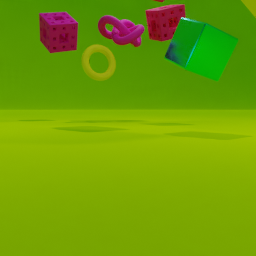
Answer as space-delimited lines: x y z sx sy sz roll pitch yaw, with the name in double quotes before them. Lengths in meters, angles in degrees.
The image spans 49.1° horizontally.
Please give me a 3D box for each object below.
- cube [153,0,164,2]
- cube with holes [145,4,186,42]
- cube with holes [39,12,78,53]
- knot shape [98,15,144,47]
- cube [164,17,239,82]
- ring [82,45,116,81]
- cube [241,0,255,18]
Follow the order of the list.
"cube" 0.380 -3.636 5.701 1.313 1.313 1.313 -7 -24 -38
"cube with holes" 1.393 -3.847 10.237 1.043 1.043 1.043 -19 27 -15
"cube with holes" -2.648 -3.646 10.656 1.085 1.085 1.085 -17 48 -30
"knot shape" -0.101 -3.408 10.019 1.803 0.833 1.687 4 25 -28
"cube" 2.126 -2.331 8.312 1.312 1.312 1.312 12 21 -28
"ring" -0.982 -2.215 9.508 1.230 1.230 0.246 -2 -1 -28
"cube" 2.523 -2.440 4.440 1.037 1.037 1.037 8 -3 44
